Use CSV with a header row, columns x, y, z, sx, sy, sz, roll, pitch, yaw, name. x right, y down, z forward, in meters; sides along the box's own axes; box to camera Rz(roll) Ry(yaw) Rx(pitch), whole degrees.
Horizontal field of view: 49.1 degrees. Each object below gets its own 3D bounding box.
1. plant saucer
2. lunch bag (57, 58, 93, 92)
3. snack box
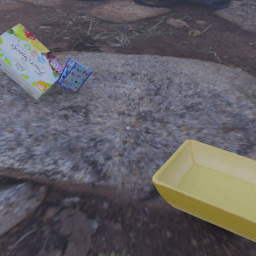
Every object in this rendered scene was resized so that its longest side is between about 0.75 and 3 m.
x,y,z,sx,sy,sz,roll,pitch,yaw,name
2.215,1.344,6.125,2.825,0.684,2.825,20,22,21,plant saucer
-1.963,-1.804,10.093,0.528,1.122,0.844,40,12,38,lunch bag
-3.483,-2.313,9.816,2.298,0.609,1.634,42,53,-12,snack box
